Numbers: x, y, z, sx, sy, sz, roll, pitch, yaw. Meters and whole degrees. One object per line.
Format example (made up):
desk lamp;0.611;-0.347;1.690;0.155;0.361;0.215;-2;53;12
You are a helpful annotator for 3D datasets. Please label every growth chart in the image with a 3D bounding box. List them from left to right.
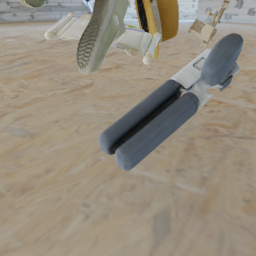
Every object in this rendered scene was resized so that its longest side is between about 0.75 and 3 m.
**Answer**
growth chart;-0.538;-2.307;6.827;2.798;0.248;2.024;16;38;11

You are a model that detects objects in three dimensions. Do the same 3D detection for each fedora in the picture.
fedora;0.976;-3.709;9.101;1.140;2.794;2.794;-13;26;-1

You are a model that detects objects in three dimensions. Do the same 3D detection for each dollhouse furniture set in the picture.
dollhouse furniture set;2.084;-2.934;7.404;0.708;1.600;0.830;31;71;10

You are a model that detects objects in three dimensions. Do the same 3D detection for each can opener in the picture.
can opener;0.758;-0.565;4.418;2.863;0.957;0.764;-39;63;-20

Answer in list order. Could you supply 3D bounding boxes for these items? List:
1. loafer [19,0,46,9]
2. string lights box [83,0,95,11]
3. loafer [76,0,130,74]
loafer;-1.672;-2.534;4.578;0.523;1.531;0.579;41;75;17
string lights box;-1.174;-3.879;8.128;0.384;1.304;0.670;-37;-12;3
loafer;-0.398;-1.835;5.262;0.638;1.869;0.707;22;-4;-40
